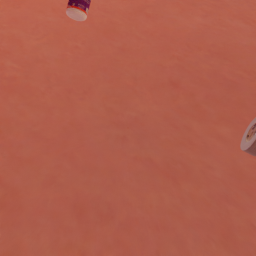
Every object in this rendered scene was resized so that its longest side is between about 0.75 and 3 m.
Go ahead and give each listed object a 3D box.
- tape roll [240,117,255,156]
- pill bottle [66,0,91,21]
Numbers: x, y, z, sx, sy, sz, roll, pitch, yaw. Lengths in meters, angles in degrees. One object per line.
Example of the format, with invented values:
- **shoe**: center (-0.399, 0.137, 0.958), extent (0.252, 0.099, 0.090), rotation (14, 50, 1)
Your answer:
- **tape roll**: center (2.543, 0.145, 5.494), extent (0.266, 0.805, 0.805), rotation (25, 47, 4)
- **pill bottle**: center (-1.182, -3.182, 6.922), extent (0.525, 0.525, 0.933), rotation (12, 86, 12)
